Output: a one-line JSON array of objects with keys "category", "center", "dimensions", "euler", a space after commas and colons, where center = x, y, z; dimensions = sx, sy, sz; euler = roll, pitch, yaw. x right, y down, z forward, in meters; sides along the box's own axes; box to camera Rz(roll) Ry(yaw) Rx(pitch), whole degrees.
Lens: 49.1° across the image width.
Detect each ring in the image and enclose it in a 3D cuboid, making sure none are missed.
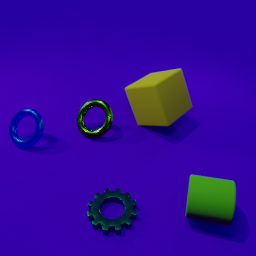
[{"category": "ring", "center": [-2.996, -0.003, 8.256], "dimensions": [1.183, 0.237, 1.183], "euler": [-3, 79, 18]}, {"category": "ring", "center": [-1.024, -0.289, 8.591], "dimensions": [1.230, 0.246, 1.230], "euler": [-5, 77, 20]}]

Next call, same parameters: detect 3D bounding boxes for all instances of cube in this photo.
[{"category": "cube", "center": [0.961, -0.929, 8.698], "dimensions": [1.319, 1.319, 1.319], "euler": [-35, 23, -35]}]

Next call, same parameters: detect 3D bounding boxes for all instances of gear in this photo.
[{"category": "gear", "center": [-0.360, 1.900, 6.478], "dimensions": [1.131, 0.209, 1.131], "euler": [0, 39, 0]}]

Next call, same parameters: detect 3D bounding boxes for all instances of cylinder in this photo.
[{"category": "cylinder", "center": [1.799, 1.572, 6.167], "dimensions": [0.951, 0.951, 0.951], "euler": [7, 40, 14]}]
